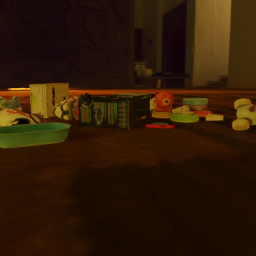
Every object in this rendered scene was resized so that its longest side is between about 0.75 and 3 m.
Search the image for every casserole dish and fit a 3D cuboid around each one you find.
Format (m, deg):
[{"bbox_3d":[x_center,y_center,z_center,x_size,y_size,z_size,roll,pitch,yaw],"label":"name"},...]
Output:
[{"bbox_3d":[-2.553,0.171,7.388,2.138,0.415,1.295,-6,12,-28],"label":"casserole dish"}]

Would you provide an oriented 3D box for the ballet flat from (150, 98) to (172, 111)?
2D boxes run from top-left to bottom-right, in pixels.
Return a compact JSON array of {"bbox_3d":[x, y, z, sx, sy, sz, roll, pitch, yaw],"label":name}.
[{"bbox_3d":[1.711,-1.331,15.037,0.700,0.700,2.015,9,13,41],"label":"ballet flat"}]

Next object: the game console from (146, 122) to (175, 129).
[{"bbox_3d":[1.141,-0.126,9.778,0.960,0.149,0.849,3,11,14],"label":"game console"}]

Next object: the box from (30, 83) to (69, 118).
[{"bbox_3d":[-3.484,-1.316,12.732,0.746,1.447,2.482,2,11,9],"label":"box"}]

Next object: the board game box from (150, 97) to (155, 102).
[{"bbox_3d":[0.641,-1.456,16.006,1.661,0.570,2.009,3,11,27],"label":"board game box"}]

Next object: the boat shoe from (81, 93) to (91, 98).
[{"bbox_3d":[-2.021,-1.328,14.215,2.807,0.930,0.981,4,11,20],"label":"boat shoe"}]

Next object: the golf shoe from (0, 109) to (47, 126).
[{"bbox_3d":[-3.570,-0.235,8.909,1.833,0.666,0.844,4,11,20],"label":"golf shoe"}]

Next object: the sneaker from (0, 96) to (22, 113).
[{"bbox_3d":[-5.993,-0.999,12.656,2.204,0.849,0.835,-6,14,-27],"label":"sneaker"}]

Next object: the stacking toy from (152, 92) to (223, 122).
[{"bbox_3d":[2.518,-0.969,11.771,2.602,1.099,2.355,-4,11,-19],"label":"stacking toy"}]

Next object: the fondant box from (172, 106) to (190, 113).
[{"bbox_3d":[2.257,-0.770,11.923,0.545,0.220,0.756,-19,-2,25],"label":"fondant box"}]

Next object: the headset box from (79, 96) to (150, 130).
[{"bbox_3d":[-0.370,-0.598,10.044,2.108,0.978,1.836,5,11,27],"label":"headset box"}]

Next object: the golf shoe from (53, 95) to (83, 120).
[{"bbox_3d":[-2.501,-0.941,12.103,1.175,0.927,2.553,-1,10,-2],"label":"golf shoe"}]

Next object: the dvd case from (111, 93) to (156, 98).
[{"bbox_3d":[0.348,-1.786,15.483,1.642,0.270,2.185,5,12,29],"label":"dvd case"}]

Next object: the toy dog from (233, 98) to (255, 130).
[{"bbox_3d":[4.299,-0.439,8.794,2.037,1.344,0.981,-11,-13,-11],"label":"toy dog"}]
